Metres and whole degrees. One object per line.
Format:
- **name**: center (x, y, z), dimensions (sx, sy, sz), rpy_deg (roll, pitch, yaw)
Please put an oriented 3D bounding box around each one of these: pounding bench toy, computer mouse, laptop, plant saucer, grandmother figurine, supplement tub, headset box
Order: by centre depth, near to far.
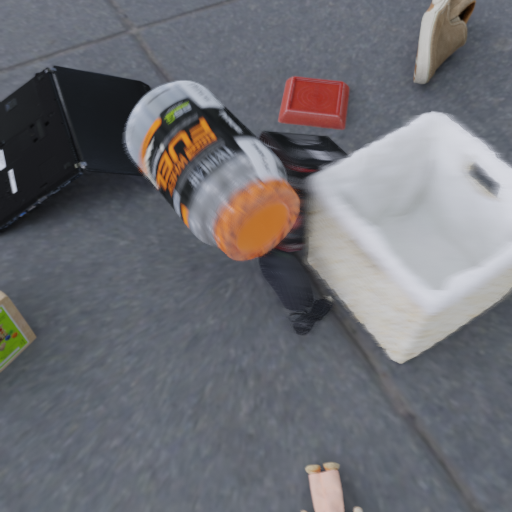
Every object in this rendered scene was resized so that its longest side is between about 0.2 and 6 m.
- **grandmother figurine**: center (0.994, 3.437, 7.320), dimensions (0.811, 0.405, 1.338), rpy_deg (-18, 56, 21)
- **supplement tub**: center (-0.604, -1.176, 7.697), dimensions (1.516, 1.516, 2.475), rpy_deg (-30, 58, -19)
- **pounding bench toy**: center (-4.814, 1.236, 8.220), dimensions (1.689, 1.345, 2.166), rpy_deg (31, 61, 19)
- **computer mouse**: center (0.622, 0.429, 8.793), dimensions (1.449, 0.382, 1.004), rpy_deg (54, 44, 3)
- **headset box**: center (0.386, -0.865, 9.020), dimensions (1.591, 2.141, 0.803), rpy_deg (-9, 49, -44)
- **laptop**: center (-3.645, -2.079, 11.204), dimensions (3.539, 1.828, 3.136), rpy_deg (-32, 57, 9)
- **plant saucer**: center (1.266, -3.349, 12.030), dimensions (1.421, 0.261, 1.418), rpy_deg (8, 56, 6)

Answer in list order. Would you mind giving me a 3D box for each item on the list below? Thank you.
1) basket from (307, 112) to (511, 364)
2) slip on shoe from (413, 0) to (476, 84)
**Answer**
- **basket**: center (2.569, -0.291, 8.747), dimensions (2.718, 2.186, 2.693), rpy_deg (-29, 61, -18)
- **slip on shoe**: center (4.254, -4.981, 12.629), dimensions (0.968, 1.215, 3.195), rpy_deg (13, 49, 17)
